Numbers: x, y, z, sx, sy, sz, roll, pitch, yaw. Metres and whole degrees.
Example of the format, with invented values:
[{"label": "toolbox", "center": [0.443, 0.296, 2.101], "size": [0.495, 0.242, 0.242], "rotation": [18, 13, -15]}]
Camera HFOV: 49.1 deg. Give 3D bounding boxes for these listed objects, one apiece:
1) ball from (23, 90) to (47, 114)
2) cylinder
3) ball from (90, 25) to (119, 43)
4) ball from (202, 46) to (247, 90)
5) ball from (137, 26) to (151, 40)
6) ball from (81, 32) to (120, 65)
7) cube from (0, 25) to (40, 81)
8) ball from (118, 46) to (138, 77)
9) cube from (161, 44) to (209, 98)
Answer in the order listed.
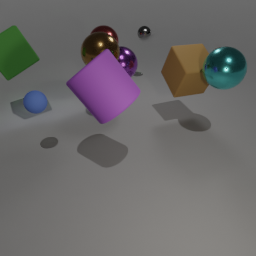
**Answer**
[{"label": "ball", "center": [-2.816, -0.791, 8.527], "size": [0.700, 0.700, 0.700], "rotation": [0, 32, 0]}, {"label": "cylinder", "center": [-0.629, -1.064, 7.289], "size": [1.400, 1.400, 1.400], "rotation": [-37, 15, 11]}, {"label": "ball", "center": [-1.141, -4.098, 13.191], "size": [1.400, 1.400, 1.400], "rotation": [0, 32, 0]}, {"label": "ball", "center": [3.182, -1.968, 9.256], "size": [1.400, 1.400, 1.400], "rotation": [0, 32, 0]}, {"label": "ball", "center": [0.828, -4.818, 14.228], "size": [0.700, 0.700, 0.700], "rotation": [0, 32, 0]}, {"label": "ball", "center": [-0.988, -2.708, 10.030], "size": [1.400, 1.400, 1.400], "rotation": [0, 32, 0]}, {"label": "cube", "center": [-4.344, -2.811, 10.381], "size": [1.400, 1.400, 1.400], "rotation": [-37, 29, -9]}, {"label": "ball", "center": [-0.293, -2.671, 11.648], "size": [1.400, 1.400, 1.400], "rotation": [0, 32, 0]}, {"label": "cube", "center": [2.321, -2.211, 10.795], "size": [1.400, 1.400, 1.400], "rotation": [-10, 60, -19]}]
